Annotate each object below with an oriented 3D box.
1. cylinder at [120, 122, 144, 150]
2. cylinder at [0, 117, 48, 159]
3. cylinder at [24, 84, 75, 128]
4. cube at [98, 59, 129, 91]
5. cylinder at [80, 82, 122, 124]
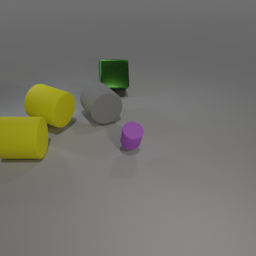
[{"bbox_3d":[0.124,0.262,9.364,0.700,0.700,0.700,4,54,-6],"label":"cylinder"},{"bbox_3d":[-3.565,0.324,9.412,1.400,1.400,1.400,0,29,0],"label":"cylinder"},{"bbox_3d":[-3.032,-0.879,10.950,1.400,1.400,1.400,19,34,20],"label":"cylinder"},{"bbox_3d":[-0.750,-2.658,14.266,1.400,1.400,1.400,-3,2,-9],"label":"cube"},{"bbox_3d":[-1.148,-1.068,11.794,1.400,1.400,1.400,-14,32,-23],"label":"cylinder"}]
